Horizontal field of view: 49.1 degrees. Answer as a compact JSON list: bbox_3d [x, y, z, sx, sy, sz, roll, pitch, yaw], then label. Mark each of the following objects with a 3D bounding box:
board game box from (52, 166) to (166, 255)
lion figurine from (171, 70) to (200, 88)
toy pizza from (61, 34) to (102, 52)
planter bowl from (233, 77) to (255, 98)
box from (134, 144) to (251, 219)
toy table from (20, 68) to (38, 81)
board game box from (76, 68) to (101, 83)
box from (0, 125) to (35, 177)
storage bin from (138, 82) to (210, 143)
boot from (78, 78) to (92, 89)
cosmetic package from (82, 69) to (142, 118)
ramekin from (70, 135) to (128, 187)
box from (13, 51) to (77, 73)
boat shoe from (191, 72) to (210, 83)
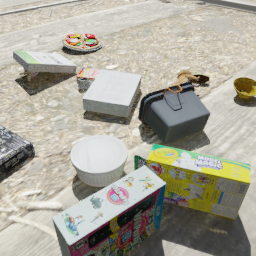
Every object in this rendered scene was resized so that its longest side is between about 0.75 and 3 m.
[{"bbox_3d":[-0.323,2.167,6.321,2.408,1.776,0.774,-26,45,-30],"label":"board game box"},{"bbox_3d":[2.361,-1.918,12.367,1.228,0.726,2.005,26,50,34],"label":"lion figurine"},{"bbox_3d":[-2.718,-5.186,16.590,2.431,0.385,2.431,6,38,-5],"label":"toy pizza"},{"bbox_3d":[5.081,-1.640,12.140,1.186,0.494,1.186,1,50,-2],"label":"planter bowl"},{"bbox_3d":[1.552,1.383,7.402,2.834,1.663,0.685,11,44,13],"label":"box"},{"bbox_3d":[-4.751,-2.685,13.421,0.844,0.776,0.494,-18,16,29],"label":"toy table"},{"bbox_3d":[-1.742,-2.520,13.500,1.231,0.285,0.932,7,39,9],"label":"board game box"},{"bbox_3d":[-4.303,0.695,9.246,1.902,0.473,1.500,23,43,26],"label":"box"},{"bbox_3d":[1.776,-0.557,10.104,2.291,1.667,1.539,-18,52,-22],"label":"storage bin"},{"bbox_3d":[-1.775,-2.041,12.711,0.979,0.468,0.360,-7,36,-18],"label":"boot"},{"bbox_3d":[-0.598,-1.539,11.844,1.890,0.648,2.507,12,41,9],"label":"cosmetic package"},{"bbox_3d":[-0.863,1.027,8.565,1.712,0.797,1.712,1,38,0],"label":"ramekin"},{"bbox_3d":[-4.023,-3.214,13.637,2.512,0.456,1.813,-6,33,-43],"label":"box"},{"bbox_3d":[3.206,-2.451,13.259,1.319,0.483,0.413,11,42,14],"label":"boat shoe"}]
